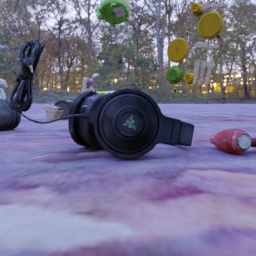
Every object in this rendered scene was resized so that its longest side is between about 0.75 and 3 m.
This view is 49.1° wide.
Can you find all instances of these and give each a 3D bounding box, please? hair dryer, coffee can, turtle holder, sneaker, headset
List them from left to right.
[{"bbox_3d":[-4.080,-0.472,7.974,2.860,1.011,1.419,17,14,41],"label":"sneaker"},{"bbox_3d":[-2.635,-0.782,11.872,0.782,0.782,1.068,0,5,4],"label":"coffee can"},{"bbox_3d":[-0.260,-0.304,4.407,2.959,1.390,1.827,9,-1,-34],"label":"headset"},{"bbox_3d":[-0.503,-4.222,9.995,1.018,0.951,1.339,25,-29,-24],"label":"turtle holder"},{"bbox_3d":[1.952,0.282,4.465,1.422,0.386,1.083,10,-7,39],"label":"hair dryer"}]

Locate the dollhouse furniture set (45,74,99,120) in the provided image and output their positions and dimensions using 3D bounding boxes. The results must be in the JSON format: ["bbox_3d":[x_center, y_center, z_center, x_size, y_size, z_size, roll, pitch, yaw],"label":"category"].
[{"bbox_3d":[-1.070,-0.823,8.015,1.593,1.427,2.011,14,7,18],"label":"dollhouse furniture set"}]

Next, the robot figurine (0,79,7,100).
[{"bbox_3d":[-5.619,-1.096,10.285,2.353,1.567,2.775,-33,-5,5],"label":"robot figurine"}]

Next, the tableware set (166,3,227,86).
[{"bbox_3d":[2.156,-2.700,9.170,1.807,2.682,0.412,16,11,35],"label":"tableware set"}]

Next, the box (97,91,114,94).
[{"bbox_3d":[-0.146,-0.617,8.866,1.387,0.572,2.364,31,-14,-31],"label":"box"}]
